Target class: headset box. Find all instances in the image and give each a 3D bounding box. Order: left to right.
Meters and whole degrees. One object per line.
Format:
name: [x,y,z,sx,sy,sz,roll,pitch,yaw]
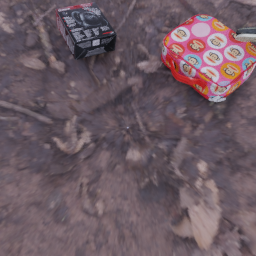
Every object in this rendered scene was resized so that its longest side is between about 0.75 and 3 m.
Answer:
headset box: [-1.189,-2.728,7.650,1.189,0.617,1.598,-20,61,-21]

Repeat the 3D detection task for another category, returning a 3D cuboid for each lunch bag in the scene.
lunch bag: [1.982,-1.788,7.240,1.957,0.910,2.222,-38,69,-17]

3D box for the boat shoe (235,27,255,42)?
boat shoe: [3.398,-2.407,6.588,1.959,0.703,0.662,-12,100,-10]
